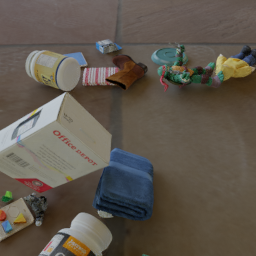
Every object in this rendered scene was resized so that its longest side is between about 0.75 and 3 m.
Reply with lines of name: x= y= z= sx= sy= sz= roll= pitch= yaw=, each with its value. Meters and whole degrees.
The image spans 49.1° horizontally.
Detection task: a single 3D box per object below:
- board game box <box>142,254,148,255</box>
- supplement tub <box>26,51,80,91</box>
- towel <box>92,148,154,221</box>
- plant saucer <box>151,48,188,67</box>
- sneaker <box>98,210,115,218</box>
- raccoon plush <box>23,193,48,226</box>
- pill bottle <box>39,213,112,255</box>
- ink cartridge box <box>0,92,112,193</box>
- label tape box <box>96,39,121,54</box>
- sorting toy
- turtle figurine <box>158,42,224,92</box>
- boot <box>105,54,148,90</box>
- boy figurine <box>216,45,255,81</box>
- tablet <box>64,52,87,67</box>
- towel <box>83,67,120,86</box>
board game box: x=0.864 y=3.906 z=5.066 sx=1.982 sy=0.586 sz=2.606 roll=12 pitch=43 yaw=14
supplement tub: x=-3.123 y=-2.431 z=11.689 sx=1.929 sy=1.393 sz=1.393 roll=19 pitch=45 yaw=20
towel: x=-0.014 y=1.396 z=7.333 sx=1.404 sy=0.610 sz=2.514 roll=19 pitch=19 yaw=-2
plant saucer: x=2.075 y=-3.551 z=13.852 sx=1.815 sy=0.249 sz=1.815 roll=1 pitch=42 yaw=-1
sneaker: x=-0.110 y=1.869 z=7.429 sx=1.347 sy=0.538 sz=0.877 roll=-8 pitch=49 yaw=7
raccoon plush: x=-2.493 y=2.097 z=7.318 sx=0.579 sy=0.418 sz=0.864 roll=-4 pitch=41 yaw=8
pill bottle: x=-1.275 y=2.875 z=5.779 sx=1.208 sy=1.208 sz=2.076 roll=20 pitch=46 yaw=22
ink cartridge box: x=-1.898 y=0.490 z=6.949 sx=2.479 sy=1.830 sz=1.062 roll=-25 pitch=39 yaw=24
label tape box: x=-0.985 y=-4.299 z=14.606 sx=1.126 sy=0.372 sz=0.807 roll=-24 pitch=46 yaw=-23
sorting toy: x=-3.151 y=2.204 z=7.320 sx=0.954 sy=0.190 sz=1.290 roll=-28 pitch=49 yaw=-28
turtle figurine: x=2.351 y=-2.403 z=11.626 sx=2.953 sy=1.487 sz=2.211 roll=6 pitch=54 yaw=-17
boot: x=-0.361 y=-2.430 z=12.321 sx=1.858 sy=0.676 sz=1.974 roll=32 pitch=48 yaw=15
boy figurine: x=4.734 y=-2.882 z=12.622 sx=2.772 sy=0.893 sz=1.723 roll=-29 pitch=51 yaw=-32
tablet: x=-3.170 y=-3.155 z=13.465 sx=2.205 sy=0.151 sz=1.435 roll=-13 pitch=42 yaw=-15
towel: x=-1.161 y=-2.257 z=12.403 sx=1.645 sy=0.246 sz=1.204 roll=-1 pitch=44 yaw=-1
